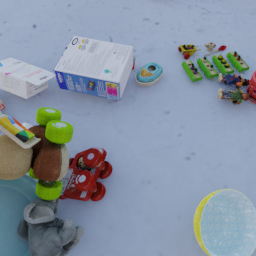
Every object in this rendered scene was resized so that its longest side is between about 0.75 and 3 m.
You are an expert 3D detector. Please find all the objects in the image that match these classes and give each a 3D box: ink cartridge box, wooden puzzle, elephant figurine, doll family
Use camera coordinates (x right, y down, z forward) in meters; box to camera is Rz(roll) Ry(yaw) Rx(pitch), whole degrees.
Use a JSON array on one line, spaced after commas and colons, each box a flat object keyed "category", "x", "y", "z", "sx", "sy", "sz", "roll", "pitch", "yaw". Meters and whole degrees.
[{"category": "ink cartridge box", "x": -1.423, "y": -2.327, "z": 10.563, "sx": 2.917, "sy": 1.114, "sz": 1.990, "roll": 14, "pitch": 57, "yaw": 8}, {"category": "wooden puzzle", "x": -2.757, "y": 0.031, "z": 6.874, "sx": 1.192, "sy": 1.103, "sz": 0.222, "roll": 35, "pitch": 94, "yaw": -7}, {"category": "elephant figurine", "x": -2.364, "y": 2.572, "z": 7.723, "sx": 2.091, "sy": 1.622, "sz": 1.480, "roll": 42, "pitch": 89, "yaw": 22}, {"category": "ink cartridge box", "x": -4.015, "y": -1.873, "z": 10.752, "sx": 2.314, "sy": 0.785, "sz": 1.332, "roll": 21, "pitch": 34, "yaw": 14}, {"category": "doll family", "x": 4.147, "y": -1.560, "z": 10.813, "sx": 1.257, "sy": 0.853, "sz": 2.175, "roll": 7, "pitch": 54, "yaw": 10}]

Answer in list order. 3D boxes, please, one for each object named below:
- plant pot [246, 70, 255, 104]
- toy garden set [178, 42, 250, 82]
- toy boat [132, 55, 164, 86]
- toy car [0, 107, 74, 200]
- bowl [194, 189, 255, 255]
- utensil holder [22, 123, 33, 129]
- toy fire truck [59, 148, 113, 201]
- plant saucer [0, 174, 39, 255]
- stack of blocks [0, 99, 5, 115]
[{"category": "plant pot", "x": 5.170, "y": -1.556, "z": 10.645, "sx": 1.168, "sy": 1.064, "sz": 1.168, "roll": 0, "pitch": 57, "yaw": 0}, {"category": "toy garden set", "x": 3.502, "y": -3.055, "z": 11.874, "sx": 2.542, "sy": 0.507, "sz": 2.119, "roll": -13, "pitch": 53, "yaw": -10}, {"category": "toy boat", "x": 0.608, "y": -2.397, "z": 11.413, "sx": 1.539, "sy": 0.715, "sz": 1.294, "roll": 36, "pitch": 64, "yaw": 21}, {"category": "toy car", "x": -3.088, "y": 0.658, "z": 7.582, "sx": 2.644, "sy": 2.172, "sz": 2.086, "roll": 3, "pitch": 22, "yaw": -33}, {"category": "bowl", "x": 2.509, "y": 2.652, "z": 7.748, "sx": 1.910, "sy": 1.028, "sz": 1.910, "roll": 4, "pitch": 78, "yaw": -20}, {"category": "utensil holder", "x": -3.553, "y": 0.315, "z": 9.667, "sx": 0.651, "sy": 0.651, "sz": 0.767, "roll": 18, "pitch": 60, "yaw": 12}, {"category": "toy fire truck", "x": -1.436, "y": 1.414, "z": 8.815, "sx": 1.518, "sy": 1.014, "sz": 1.808, "roll": 1, "pitch": 57, "yaw": 27}, {"category": "plant saucer", "x": -3.335, "y": 2.527, "z": 7.523, "sx": 2.854, "sy": 0.513, "sz": 2.854, "roll": 30, "pitch": 42, "yaw": -31}, {"category": "stack of blocks", "x": -5.191, "y": -0.715, "z": 10.394, "sx": 1.078, "sy": 0.548, "sz": 1.873, "roll": -37, "pitch": 64, "yaw": -22}]
